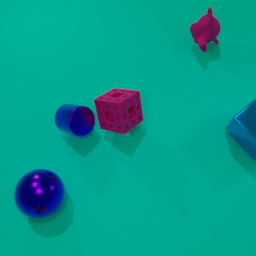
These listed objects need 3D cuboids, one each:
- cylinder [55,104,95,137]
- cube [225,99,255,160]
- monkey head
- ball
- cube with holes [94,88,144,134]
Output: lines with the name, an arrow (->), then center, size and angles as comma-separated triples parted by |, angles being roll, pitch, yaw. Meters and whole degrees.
cylinder -> -1.587, -0.249, 8.365 | 0.894, 0.894, 0.894 | 12, 56, 46
cube -> 3.804, -0.047, 8.033 | 1.280, 1.280, 1.280 | -38, 72, -3
monkey head -> 2.807, -3.322, 9.849 | 1.017, 1.688, 1.215 | -24, 57, 14
ball -> -2.285, 1.700, 7.290 | 1.269, 1.269, 1.269 | 0, 62, 0
cube with holes -> -0.255, -0.529, 8.305 | 0.967, 0.967, 0.967 | 12, 33, 36
